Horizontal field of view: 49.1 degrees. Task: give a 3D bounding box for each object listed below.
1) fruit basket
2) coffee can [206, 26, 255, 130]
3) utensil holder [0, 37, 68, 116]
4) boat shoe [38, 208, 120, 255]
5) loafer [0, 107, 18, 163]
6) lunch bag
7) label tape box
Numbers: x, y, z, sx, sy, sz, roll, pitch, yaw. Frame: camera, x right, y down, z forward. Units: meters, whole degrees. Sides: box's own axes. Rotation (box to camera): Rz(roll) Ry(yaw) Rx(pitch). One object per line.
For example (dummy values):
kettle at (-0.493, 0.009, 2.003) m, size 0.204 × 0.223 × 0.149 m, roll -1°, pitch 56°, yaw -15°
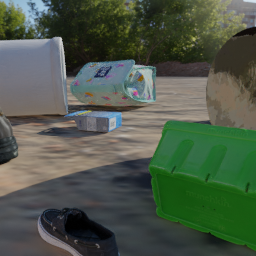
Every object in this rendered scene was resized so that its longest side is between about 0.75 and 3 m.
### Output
fruit basket at (1.128, 0.450, 3.006) m, size 1.586 × 1.144 × 1.586 m, roll -9°, pitch 26°, yaw 5°
coffee can at (3.323, -0.652, 5.157) m, size 2.979 × 2.180 × 2.180 m, roll -5°, pitch 13°, yaw -22°
utensil holder at (-3.455, -1.560, 8.850) m, size 2.875 × 2.444 × 2.444 m, roll -4°, pitch 13°, yaw -8°
boat shoe at (-0.468, 0.873, 2.448) m, size 0.366 × 0.347 × 1.047 m, roll -10°, pitch 16°, yaw -40°
loafer at (-3.027, -0.153, 5.412) m, size 2.995 × 1.083 × 1.090 m, roll 10°, pitch 17°, yaw 41°
lunch bag at (-0.493, -1.663, 10.671) m, size 2.407 × 1.723 × 2.826 m, roll 4°, pitch 11°, yaw 28°
label tape box at (-0.882, -0.188, 7.221) m, size 1.224 × 0.405 × 0.877 m, roll 2°, pitch 12°, yaw 19°
